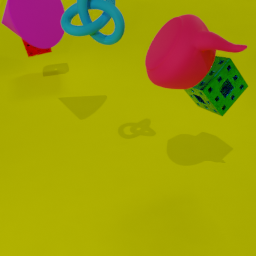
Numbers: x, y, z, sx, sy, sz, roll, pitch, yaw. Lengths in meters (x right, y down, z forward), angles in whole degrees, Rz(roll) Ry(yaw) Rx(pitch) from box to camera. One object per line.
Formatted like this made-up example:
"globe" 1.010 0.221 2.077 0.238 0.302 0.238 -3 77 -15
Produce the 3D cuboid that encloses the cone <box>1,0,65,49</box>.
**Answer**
"cone" -2.679 -2.715 6.933 1.592 1.587 1.587 5 34 35

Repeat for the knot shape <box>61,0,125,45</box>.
"knot shape" -0.695 -2.051 5.123 1.113 1.189 0.549 -18 11 1

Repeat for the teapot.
"teapot" 0.984 -1.217 4.750 1.008 1.280 2.059 25 -13 -24

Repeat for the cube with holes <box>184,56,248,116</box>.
"cube with holes" 1.706 -0.880 5.651 0.802 0.802 0.802 -49 31 -1

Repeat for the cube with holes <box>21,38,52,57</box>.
"cube with holes" -3.540 -3.430 10.753 0.912 0.912 0.912 -16 45 -9
